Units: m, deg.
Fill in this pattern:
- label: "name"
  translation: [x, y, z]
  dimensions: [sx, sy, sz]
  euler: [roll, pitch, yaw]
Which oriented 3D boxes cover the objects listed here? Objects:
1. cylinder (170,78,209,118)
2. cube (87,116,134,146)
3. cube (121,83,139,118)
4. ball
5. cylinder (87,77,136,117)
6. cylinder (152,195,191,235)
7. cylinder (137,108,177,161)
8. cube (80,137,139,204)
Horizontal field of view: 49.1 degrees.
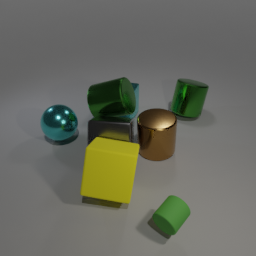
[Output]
- label: "cylinder"
  translation: [2.719, -1.352, 12.462]
  dimensions: [1.400, 1.400, 1.400]
  euler: [10, 21, -4]
- label: "cube"
  translation: [-0.551, 0.382, 9.569]
  dimensions: [1.400, 1.400, 1.400]
  euler: [3, 9, 5]
- label: "cube"
  translation: [-0.366, -1.156, 12.410]
  dimensions: [1.400, 1.400, 1.400]
  euler: [10, 33, 15]
- label: "ball"
  translation: [-2.620, -0.204, 10.699]
  dimensions: [1.400, 1.400, 1.400]
  euler: [0, 32, 0]
- label: "cylinder"
  translation: [-0.595, -1.083, 10.540]
  dimensions: [1.400, 1.400, 1.400]
  euler: [-10, 28, 23]
- label: "cylinder"
  translation: [1.089, 2.176, 7.015]
  dimensions: [0.700, 0.700, 0.700]
  euler: [25, 50, 34]
- label: "cylinder"
  translation: [1.036, 0.224, 10.126]
  dimensions: [1.400, 1.400, 1.400]
  euler: [-2, 35, 1]
- label: "cube"
  translation: [-0.483, 1.176, 8.184]
  dimensions: [1.400, 1.400, 1.400]
  euler: [9, 10, 3]
